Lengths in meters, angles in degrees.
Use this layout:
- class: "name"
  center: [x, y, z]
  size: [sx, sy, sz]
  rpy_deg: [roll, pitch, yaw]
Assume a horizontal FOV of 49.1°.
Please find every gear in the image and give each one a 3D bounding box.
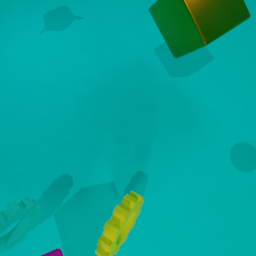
- class: "gear"
  center: [-0.143, 1.956, 5.639]
  size: [0.255, 1.378, 1.378]
  rpy_deg: [27, 67, 19]
- class: "gear"
  center: [-2.320, 1.976, 5.526]
  size: [0.248, 1.339, 1.339]
  rpy_deg: [38, 70, 22]

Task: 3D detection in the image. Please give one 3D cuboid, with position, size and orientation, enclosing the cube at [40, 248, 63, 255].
- class: "cube"
  center: [-1.418, 2.528, 3.663]
  size: [1.250, 1.250, 1.250]
  rpy_deg: [-11, 67, -36]

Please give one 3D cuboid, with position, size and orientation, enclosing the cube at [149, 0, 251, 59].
- class: "cube"
  center: [1.481, -2.471, 6.002]
  size: [1.298, 1.298, 1.298]
  rpy_deg: [-34, 102, -15]
